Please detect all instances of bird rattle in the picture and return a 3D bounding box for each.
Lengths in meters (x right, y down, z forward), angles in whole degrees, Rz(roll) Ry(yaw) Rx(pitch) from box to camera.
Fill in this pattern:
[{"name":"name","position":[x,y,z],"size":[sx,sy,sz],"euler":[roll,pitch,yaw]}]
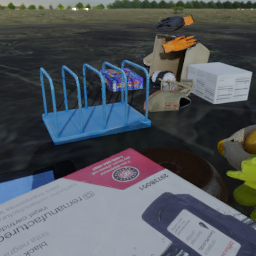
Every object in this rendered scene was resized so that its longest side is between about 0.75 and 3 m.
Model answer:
[{"name":"bird rattle","position":[2.450,0.316,4.382],"size":[2.213,1.247,1.804],"euler":[-29,27,-6]}]

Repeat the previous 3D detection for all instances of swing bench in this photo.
[{"name":"swing bench","position":[1.625,-1.384,9.555],"size":[0.952,0.618,0.947],"euler":[-2,10,-12]}]

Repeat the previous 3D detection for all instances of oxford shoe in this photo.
[{"name":"oxford shoe","position":[1.221,-0.791,8.470],"size":[1.701,0.599,0.636],"euler":[-19,36,-34]}]

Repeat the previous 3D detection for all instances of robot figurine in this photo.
[{"name":"robot figurine","position":[1.325,-1.844,10.730],"size":[1.020,0.766,0.636],"euler":[20,15,42]}]

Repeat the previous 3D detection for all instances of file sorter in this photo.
[{"name":"file sorter","position":[-0.905,-0.820,7.357],"size":[2.533,1.554,1.758],"euler":[-11,26,-22]}]

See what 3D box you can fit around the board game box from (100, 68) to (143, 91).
[{"name":"board game box","position":[-0.304,-1.977,11.268],"size":[1.254,0.418,1.865],"euler":[-8,25,-16]}]

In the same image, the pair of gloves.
[{"name":"pair of gloves","position":[1.713,-3.280,9.632],"size":[1.323,0.184,1.485],"euler":[-12,67,3]}]

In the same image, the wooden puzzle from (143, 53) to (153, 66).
[{"name":"wooden puzzle","position":[2.261,-3.123,13.683],"size":[2.628,0.608,2.434],"euler":[12,27,14]}]

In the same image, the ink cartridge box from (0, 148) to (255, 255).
[{"name":"ink cartridge box","position":[0.226,1.533,2.445],"size":[2.091,1.218,2.889],"euler":[-20,34,-38]}]

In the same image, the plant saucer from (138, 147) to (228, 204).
[{"name":"plant saucer","position":[0.708,0.860,5.060],"size":[2.147,0.393,2.147],"euler":[1,24,0]}]

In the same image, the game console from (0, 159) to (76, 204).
[{"name":"game console","position":[-1.260,1.225,3.673],"size":[1.569,1.380,0.913],"euler":[-11,-2,-25]}]

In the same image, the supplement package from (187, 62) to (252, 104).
[{"name":"supplement package","position":[3.117,-1.628,9.818],"size":[1.375,0.979,1.765],"euler":[-9,26,-18]}]

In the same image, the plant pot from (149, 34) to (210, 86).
[{"name":"plant pot","position":[2.188,-2.671,11.340],"size":[1.652,1.864,1.866],"euler":[-4,22,-35]}]
